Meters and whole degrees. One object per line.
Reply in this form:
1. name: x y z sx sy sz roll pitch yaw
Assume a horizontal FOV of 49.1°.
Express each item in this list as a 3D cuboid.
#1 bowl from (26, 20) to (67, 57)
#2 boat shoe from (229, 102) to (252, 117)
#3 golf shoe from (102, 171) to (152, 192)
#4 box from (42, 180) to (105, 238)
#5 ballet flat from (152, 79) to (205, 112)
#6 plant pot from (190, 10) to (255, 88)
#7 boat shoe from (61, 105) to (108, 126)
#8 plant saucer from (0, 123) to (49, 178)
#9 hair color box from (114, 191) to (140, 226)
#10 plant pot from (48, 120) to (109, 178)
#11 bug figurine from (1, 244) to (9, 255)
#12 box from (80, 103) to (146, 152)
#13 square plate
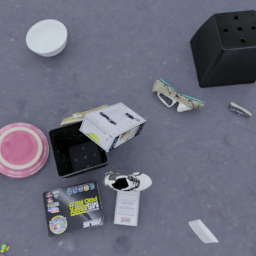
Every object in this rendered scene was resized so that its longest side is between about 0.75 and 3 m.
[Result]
1. bowl: -3.467 -3.806 12.366 1.801 0.809 1.801 -2 68 5
2. boat shoe: 4.661 -0.707 11.665 0.990 0.360 0.310 31 116 5
3. golf shoe: 0.075 1.846 9.169 1.768 0.835 0.687 5 97 -22
4. box: -1.977 2.943 10.253 2.026 0.449 1.623 -12 71 -4
5. ballet flat: 2.005 -1.190 11.627 2.278 0.773 0.858 32 96 15
6. plant pot: 4.211 -3.349 11.510 2.511 2.227 2.505 -5 72 -3
7. boat shoe: -1.712 -0.424 11.306 2.052 0.749 0.646 -16 62 -7
8. plant saucer: -4.093 0.794 10.621 2.140 0.542 2.140 5 74 -18
9. hair color box: -0.004 2.685 10.312 0.838 0.513 1.692 6 70 2
10. plant pot: -1.693 0.894 10.335 1.783 1.585 1.787 -17 69 -4
11. bug figurine: -4.633 4.379 9.881 0.853 0.219 0.661 17 72 6
12. box: -0.450 -0.104 9.573 1.276 2.187 0.658 36 119 16
13. square plate: 2.245 3.164 8.482 0.117 0.813 0.821 -35 78 -25
